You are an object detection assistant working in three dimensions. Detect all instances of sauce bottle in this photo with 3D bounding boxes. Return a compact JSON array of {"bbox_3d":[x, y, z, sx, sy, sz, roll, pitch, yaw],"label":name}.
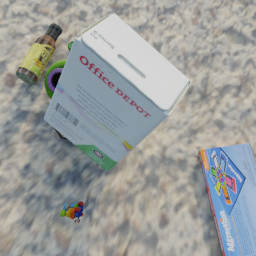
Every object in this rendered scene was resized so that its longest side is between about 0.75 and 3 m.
[{"bbox_3d":[-2.815,-2.461,9.088,0.697,0.697,2.154,22,74,8],"label":"sauce bottle"}]

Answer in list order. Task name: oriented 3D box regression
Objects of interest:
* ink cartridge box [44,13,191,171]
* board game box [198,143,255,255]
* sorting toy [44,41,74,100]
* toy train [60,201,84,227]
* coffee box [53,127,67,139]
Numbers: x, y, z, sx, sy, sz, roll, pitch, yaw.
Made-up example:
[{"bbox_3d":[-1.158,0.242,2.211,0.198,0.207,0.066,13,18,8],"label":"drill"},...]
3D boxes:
[{"bbox_3d":[-0.385,-0.545,5.810,2.001,2.754,1.205,40,53,-2],"label":"ink cartridge box"},{"bbox_3d":[3.008,1.936,7.704,1.521,0.287,2.954,-7,70,-4],"label":"board game box"},{"bbox_3d":[-1.331,-1.649,8.103,2.835,1.164,1.703,-12,91,10],"label":"sorting toy"},{"bbox_3d":[-1.210,1.801,5.817,0.441,0.762,0.322,4,102,6],"label":"toy train"},{"bbox_3d":[-1.143,-0.011,8.056,1.708,0.965,0.682,9,70,4],"label":"coffee box"}]
